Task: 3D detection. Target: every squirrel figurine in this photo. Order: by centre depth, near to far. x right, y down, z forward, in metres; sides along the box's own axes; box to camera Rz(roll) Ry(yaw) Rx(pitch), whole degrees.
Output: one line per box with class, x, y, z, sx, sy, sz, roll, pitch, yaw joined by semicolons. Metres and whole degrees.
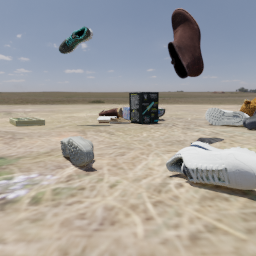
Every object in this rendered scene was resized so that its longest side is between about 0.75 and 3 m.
squirrel figurine;6.599;-0.991;13.068;2.385;1.809;2.556;-8;5;-14

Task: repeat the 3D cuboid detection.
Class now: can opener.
can opener;5.874;-0.185;10.802;2.647;0.885;0.706;-12;10;6

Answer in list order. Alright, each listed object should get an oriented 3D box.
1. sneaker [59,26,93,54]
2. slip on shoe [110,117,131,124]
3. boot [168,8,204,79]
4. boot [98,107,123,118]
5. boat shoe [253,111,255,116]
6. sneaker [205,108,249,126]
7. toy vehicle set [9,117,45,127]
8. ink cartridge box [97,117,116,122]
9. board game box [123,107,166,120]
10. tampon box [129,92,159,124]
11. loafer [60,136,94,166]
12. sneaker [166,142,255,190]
sneaker;-2.444;-4.032;12.649;1.768;0.686;0.807;-35;-4;3
slip on shoe;-0.370;-0.361;13.399;1.033;0.313;0.393;1;6;9
boot;1.576;-2.484;8.035;0.783;2.164;1.800;-20;3;32
boot;-1.087;-0.875;17.529;1.549;0.674;1.863;-9;5;5
boat shoe;5.272;-0.454;11.429;0.385;1.070;0.347;0;51;-3
sneaker;4.470;-0.431;12.619;0.838;0.795;2.082;4;9;-42
toy vehicle set;-4.769;-0.310;13.156;1.251;0.267;2.014;-4;7;-31
ink cartridge box;-1.079;-0.390;14.160;0.885;0.311;1.089;0;14;3
board game box;0.861;-0.770;15.431;2.244;0.692;2.243;0;7;-3
tampon box;0.770;-0.995;13.593;1.142;1.524;0.962;-5;8;-38
loafer;-0.916;0.385;5.458;0.543;0.544;1.555;-11;10;-24
sneaker;1.210;0.593;3.949;0.631;0.599;1.568;-16;9;-27
